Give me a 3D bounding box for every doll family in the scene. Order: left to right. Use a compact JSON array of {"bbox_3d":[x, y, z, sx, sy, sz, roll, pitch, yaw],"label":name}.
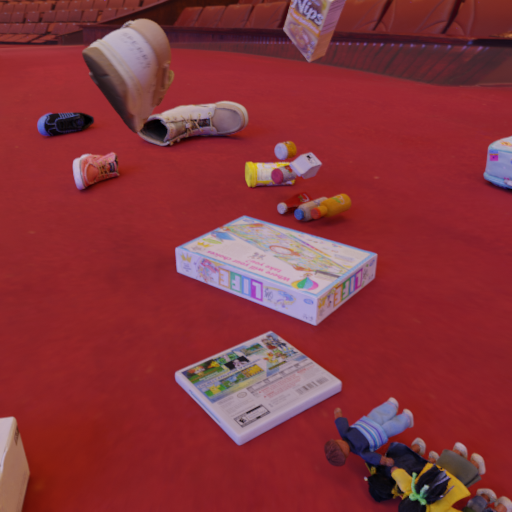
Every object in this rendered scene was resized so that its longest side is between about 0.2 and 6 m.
[{"bbox_3d":[1.263,1.823,4.658,0.935,0.635,1.618,-22,28,-31],"label":"doll family"}]

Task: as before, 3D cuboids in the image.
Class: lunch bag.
[{"bbox_3d":[6.286,-1.945,12.066,2.436,0.939,1.954,-17,33,-31],"label":"lunch bag"}]

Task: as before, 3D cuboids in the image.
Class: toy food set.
[{"bbox_3d":[0.786,-1.298,10.586,0.865,0.917,1.921,-22,64,-38],"label":"toy food set"}]

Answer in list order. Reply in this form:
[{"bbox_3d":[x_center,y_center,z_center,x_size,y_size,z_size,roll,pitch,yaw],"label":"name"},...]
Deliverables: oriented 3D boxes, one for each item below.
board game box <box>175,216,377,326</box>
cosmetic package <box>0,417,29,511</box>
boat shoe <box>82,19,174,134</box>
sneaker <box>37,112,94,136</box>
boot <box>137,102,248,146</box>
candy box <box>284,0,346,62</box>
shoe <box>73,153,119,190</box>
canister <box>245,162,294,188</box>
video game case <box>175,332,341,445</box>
[{"bbox_3d":[0.281,0.107,8.365,2.502,0.428,1.682,19,31,34],"label":"board game box"},{"bbox_3d":[-2.773,1.915,4.276,1.785,0.724,1.007,-3,26,-9],"label":"cosmetic package"},{"bbox_3d":[-1.356,-2.028,6.426,0.826,0.921,2.490,-39,16,-5],"label":"boat shoe"},{"bbox_3d":[-5.607,-3.955,16.604,0.712,0.641,1.828,4,24,25],"label":"sneaker"},{"bbox_3d":[-1.772,-3.678,15.665,2.677,0.965,2.071,7,25,28],"label":"boot"},{"bbox_3d":[1.104,-4.661,10.760,0.453,1.637,0.945,-31,77,-18],"label":"candy box"},{"bbox_3d":[-3.512,-1.938,12.412,0.782,0.614,1.719,-7,22,-4],"label":"shoe"},{"bbox_3d":[0.299,-1.807,12.378,0.995,0.431,0.739,-3,26,-8],"label":"canister"},{"bbox_3d":[0.013,1.364,6.076,1.359,0.150,1.239,-19,31,-32],"label":"video game case"}]
